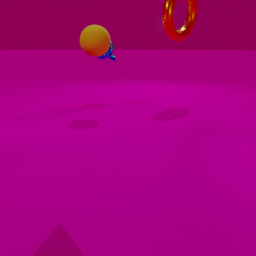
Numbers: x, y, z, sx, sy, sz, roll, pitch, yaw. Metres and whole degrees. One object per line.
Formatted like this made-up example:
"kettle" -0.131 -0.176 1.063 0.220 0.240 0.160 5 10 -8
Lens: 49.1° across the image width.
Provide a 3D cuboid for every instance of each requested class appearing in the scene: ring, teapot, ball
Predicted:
"ring" 1.739 -3.776 9.244 0.357 1.783 1.783 21 26 39
"teapot" -0.924 -2.948 10.076 0.853 1.372 0.672 -47 20 -10
"ball" -0.937 -2.487 8.017 0.874 0.874 0.874 0 17 0
